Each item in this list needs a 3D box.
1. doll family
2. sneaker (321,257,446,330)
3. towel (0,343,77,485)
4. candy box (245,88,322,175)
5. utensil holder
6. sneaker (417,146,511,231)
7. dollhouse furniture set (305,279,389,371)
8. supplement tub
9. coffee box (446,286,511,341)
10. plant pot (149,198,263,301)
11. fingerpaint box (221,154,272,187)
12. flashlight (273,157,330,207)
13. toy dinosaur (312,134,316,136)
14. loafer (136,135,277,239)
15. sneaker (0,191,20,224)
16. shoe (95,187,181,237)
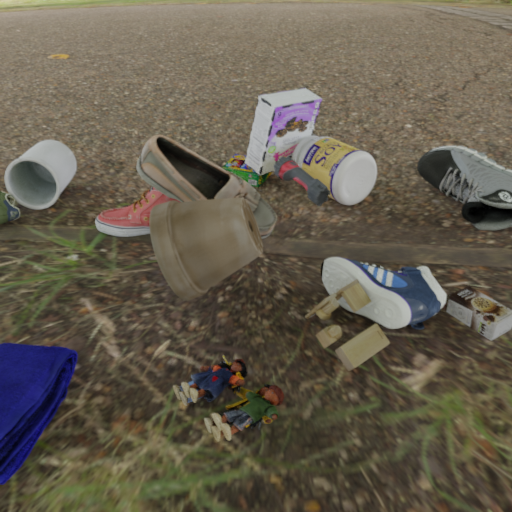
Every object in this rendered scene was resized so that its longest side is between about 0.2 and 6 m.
[{"bbox_3d":[-0.334,1.928,7.941,1.155,0.784,1.999,-26,37,-27],"label":"doll family"},{"bbox_3d":[2.382,0.522,10.181,1.544,0.850,2.109,-16,33,-34],"label":"sneaker"},{"bbox_3d":[-4.497,2.060,7.779,3.360,0.832,2.481,5,26,9],"label":"towel"},{"bbox_3d":[0.677,-3.156,14.253,1.611,1.921,0.687,-21,51,-35],"label":"candy box"},{"bbox_3d":[-5.261,-2.049,13.817,1.302,1.302,1.532,0,30,1],"label":"utensil holder"},{"bbox_3d":[4.971,-1.565,13.119,3.302,1.239,1.907,27,43,35],"label":"sneaker"},{"bbox_3d":[1.442,1.286,9.465,1.120,0.960,1.178,-25,74,-34],"label":"dollhouse furniture set"},{"bbox_3d":[1.901,-2.178,13.925,1.359,1.359,1.869,-21,37,-30],"label":"supplement tub"},{"bbox_3d":[3.900,0.981,9.777,0.554,0.391,0.980,-20,37,-29],"label":"coffee box"},{"bbox_3d":[-0.765,-0.292,9.678,1.524,1.756,1.756,-19,30,11],"label":"plant pot"},{"bbox_3d":[-0.246,-2.293,14.966,1.109,0.407,0.925,14,38,20],"label":"fingerpaint box"},{"bbox_3d":[0.943,-1.549,11.719,0.494,0.492,1.454,-45,53,4],"label":"flashlight"},{"bbox_3d":[1.220,-3.650,17.036,1.117,0.840,2.183,16,26,0],"label":"toy dinosaur"},{"bbox_3d":[-0.932,-1.387,11.536,3.191,1.003,1.147,28,59,-9],"label":"loafer"},{"bbox_3d":[-6.143,-1.238,13.193,0.848,0.633,1.889,-13,34,-32],"label":"sneaker"},{"bbox_3d":[-2.382,-1.106,12.432,2.448,1.114,0.875,0,32,1],"label":"shoe"}]
